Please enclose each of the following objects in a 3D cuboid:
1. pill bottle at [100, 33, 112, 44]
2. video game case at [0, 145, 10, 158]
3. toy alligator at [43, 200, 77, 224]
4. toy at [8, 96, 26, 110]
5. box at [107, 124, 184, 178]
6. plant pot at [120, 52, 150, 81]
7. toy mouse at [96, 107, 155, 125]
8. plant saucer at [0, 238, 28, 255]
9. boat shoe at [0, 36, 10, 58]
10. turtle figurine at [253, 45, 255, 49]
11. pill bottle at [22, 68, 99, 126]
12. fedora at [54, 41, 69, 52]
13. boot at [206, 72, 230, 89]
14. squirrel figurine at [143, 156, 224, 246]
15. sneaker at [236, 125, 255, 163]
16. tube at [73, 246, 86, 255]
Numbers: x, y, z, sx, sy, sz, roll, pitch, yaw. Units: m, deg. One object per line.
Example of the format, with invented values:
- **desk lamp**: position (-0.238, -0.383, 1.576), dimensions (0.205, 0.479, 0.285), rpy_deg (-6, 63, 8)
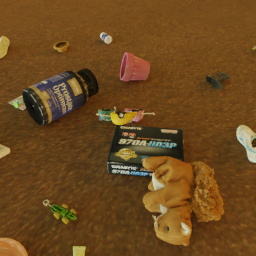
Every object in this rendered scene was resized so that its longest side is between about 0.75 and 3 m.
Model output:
- **pill bottle**: position (-1.284, -5.232, 16.228), dimensions (0.440, 0.440, 0.760), rpy_deg (-21, 45, -22)
- **video game case**: position (-5.443, 0.724, 9.246), dimensions (2.387, 0.215, 1.710), rpy_deg (18, 28, 19)
- **toy alligator**: position (-1.859, 2.313, 7.736), dimensions (1.200, 0.288, 0.398), rpy_deg (20, 45, 29)
- **toy**: position (-4.176, -1.380, 11.878), dimensions (0.899, 0.369, 1.562), rpy_deg (24, 46, 24)
- **box**: position (0.634, 0.746, 9.296), dimensions (2.381, 0.548, 1.893), rpy_deg (5, 41, 6)
- **plant pot**: position (0.326, -2.724, 12.871), dimensions (1.142, 1.275, 1.275), rpy_deg (8, 39, -14)
- **toy mouse**: position (-0.270, -0.476, 10.572), dimensions (2.366, 0.458, 2.103), rpy_deg (-3, 11, -19)
- **plant saucer**: position (-3.122, 3.391, 6.465), dimensions (1.661, 0.311, 1.661), rpy_deg (0, 40, 0)
- **boat shoe**: position (-6.916, -4.213, 15.081), dimensions (0.607, 0.645, 1.796), rpy_deg (-27, 41, 27)
- **turtle figurine**: position (7.222, -4.217, 15.134), dimensions (1.075, 0.346, 0.867), rpy_deg (-24, 47, -25)
- **pill bottle**: position (-2.543, -1.326, 10.928), dimensions (2.713, 1.517, 1.517), rpy_deg (-33, 51, -31)
- **fedora**: position (-3.625, -4.436, 15.377), dimensions (0.886, 0.362, 0.886), rpy_deg (-4, 47, 4)
- **boot**: position (4.258, -2.238, 12.829), dimensions (1.021, 0.406, 1.173), rpy_deg (-15, 41, -16)
- **squirrel figurine**: position (1.483, 1.927, 7.312), dimensions (2.174, 1.538, 2.029), rpy_deg (-5, 48, -1)
- **sneaker**: position (4.254, 0.401, 9.620), dimensions (0.626, 0.661, 1.637), rpy_deg (-4, 40, -2)
- **tube**: position (-1.187, 3.240, 6.743), dimensions (0.214, 0.239, 0.824), rpy_deg (-34, 34, 19)
